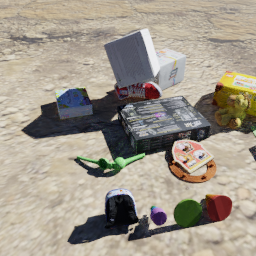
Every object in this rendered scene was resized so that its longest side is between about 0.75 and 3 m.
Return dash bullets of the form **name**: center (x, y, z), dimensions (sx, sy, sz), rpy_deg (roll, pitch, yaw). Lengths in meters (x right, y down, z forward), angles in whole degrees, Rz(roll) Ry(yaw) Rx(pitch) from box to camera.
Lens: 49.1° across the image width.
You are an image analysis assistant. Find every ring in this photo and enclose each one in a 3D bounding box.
- **ring**: center (2.171, 1.208, 9.393), dimensions (1.568, 0.150, 1.568), rpy_deg (1, 36, -1)

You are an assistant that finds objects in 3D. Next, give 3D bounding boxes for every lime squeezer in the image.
- **lime squeezer**: center (-0.586, 1.071, 9.349), dimensions (2.354, 0.444, 0.832), rpy_deg (-2, 36, -1)

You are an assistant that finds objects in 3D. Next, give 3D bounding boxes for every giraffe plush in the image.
- **giraffe plush**: center (4.332, -0.787, 11.197), dimensions (1.485, 1.204, 1.282), rpy_deg (3, 35, 4)

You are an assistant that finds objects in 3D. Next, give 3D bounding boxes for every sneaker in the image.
- **sneaker**: center (0.360, -1.680, 12.745), dimensions (1.298, 0.822, 2.307), rpy_deg (-26, 36, -36)

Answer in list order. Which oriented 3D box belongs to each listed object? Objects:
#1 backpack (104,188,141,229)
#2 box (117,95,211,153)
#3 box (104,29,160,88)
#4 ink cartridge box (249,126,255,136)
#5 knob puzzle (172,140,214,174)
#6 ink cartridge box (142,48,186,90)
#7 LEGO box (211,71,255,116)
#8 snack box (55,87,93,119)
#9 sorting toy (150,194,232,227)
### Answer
- **backpack**: center (-0.204, 2.098, 7.510), dimensions (0.990, 0.943, 0.763), rpy_deg (-7, 20, -10)
- **box**: center (1.306, -0.262, 10.956), dimensions (2.963, 0.645, 2.374), rpy_deg (-11, 38, -15)
- **box**: center (0.247, -2.946, 11.778), dimensions (1.643, 1.918, 1.908), rpy_deg (-14, 17, 18)
- **ink cartridge box**: center (5.622, 0.369, 10.271), dimensions (1.529, 0.504, 2.101), rpy_deg (-1, 38, -1)
- **knob puzzle**: center (2.111, 0.815, 9.655), dimensions (1.454, 0.202, 1.454), rpy_deg (0, 46, 0)
- **ink cartridge box**: center (1.707, -2.910, 13.928), dimensions (1.947, 1.408, 1.415), rpy_deg (-28, 44, -32)
- **LEGO box**: center (5.259, -1.498, 12.253), dimensions (2.610, 1.007, 1.944), rpy_deg (19, 36, 24)
- **snack box**: center (-2.386, -1.129, 12.213), dimensions (1.396, 0.560, 1.655), rpy_deg (-9, 36, -14)
- **sorting toy**: center (1.668, 2.173, 7.789), dimensions (2.311, 0.801, 0.796), rpy_deg (-6, 14, -11)
